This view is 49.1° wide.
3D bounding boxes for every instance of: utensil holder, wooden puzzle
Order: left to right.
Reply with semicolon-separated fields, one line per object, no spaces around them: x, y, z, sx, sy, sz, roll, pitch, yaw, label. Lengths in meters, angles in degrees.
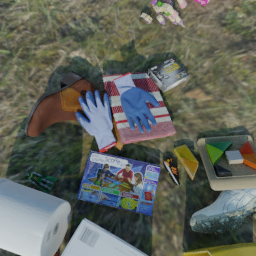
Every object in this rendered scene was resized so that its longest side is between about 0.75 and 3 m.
-2.482;2.170;6.670;1.795;1.525;1.525;14;68;11;utensil holder
2.825;0.853;7.593;2.800;0.327;1.889;-9;42;-4;wooden puzzle

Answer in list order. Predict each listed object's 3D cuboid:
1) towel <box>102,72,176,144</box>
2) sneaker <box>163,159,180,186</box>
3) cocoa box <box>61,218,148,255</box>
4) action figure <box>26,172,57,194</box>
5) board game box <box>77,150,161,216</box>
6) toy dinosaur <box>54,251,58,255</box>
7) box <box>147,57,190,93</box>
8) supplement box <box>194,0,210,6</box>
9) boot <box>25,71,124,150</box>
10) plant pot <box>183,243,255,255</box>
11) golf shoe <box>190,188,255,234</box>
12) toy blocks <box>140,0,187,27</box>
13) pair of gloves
0.283;-0.676;8.336;1.673;0.264;2.323;-8;62;-20;towel
1.306;1.211;7.828;0.357;0.278;0.794;-26;68;-10;sneaker
-0.488;3.167;6.509;1.903;1.249;1.269;27;70;10;cocoa box
-2.467;1.448;7.775;0.866;0.237;0.512;21;73;12;action figure
-0.218;1.490;7.675;2.026;0.349;1.371;12;68;5;board game box
-2.723;3.867;6.572;1.390;2.648;2.403;34;37;32;toy dinosaur
1.277;-1.700;8.890;1.091;0.264;0.864;-29;70;-26;box
2.975;-5.410;10.228;0.815;0.833;1.611;35;71;12;supplement box
-1.265;-0.138;8.174;2.669;0.914;2.513;34;58;8;boot
2.397;3.394;6.356;1.376;1.560;1.560;-12;68;-17;plant pot
2.709;1.911;7.346;2.601;1.018;1.264;-13;50;-10;golf shoe
1.346;-3.881;9.673;1.241;1.044;1.159;-51;44;6;toy blocks
-0.285;-0.469;7.781;2.243;0.256;1.803;-25;82;4;pair of gloves
